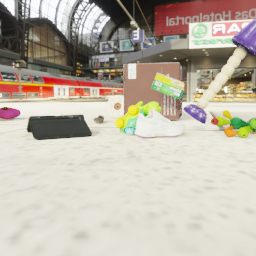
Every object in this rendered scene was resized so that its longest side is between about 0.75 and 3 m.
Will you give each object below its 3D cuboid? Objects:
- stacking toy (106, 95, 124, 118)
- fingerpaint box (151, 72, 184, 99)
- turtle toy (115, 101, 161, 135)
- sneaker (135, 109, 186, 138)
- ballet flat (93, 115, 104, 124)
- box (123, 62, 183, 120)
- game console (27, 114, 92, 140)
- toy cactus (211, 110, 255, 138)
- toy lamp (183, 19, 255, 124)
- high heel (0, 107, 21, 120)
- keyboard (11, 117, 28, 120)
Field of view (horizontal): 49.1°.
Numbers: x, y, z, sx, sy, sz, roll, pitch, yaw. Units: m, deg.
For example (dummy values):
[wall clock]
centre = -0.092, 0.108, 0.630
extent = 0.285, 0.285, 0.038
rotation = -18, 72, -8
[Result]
[stacking toy]
centre = -0.336, -0.905, 13.773
extent = 1.121, 1.121, 1.535
rotation = 2, -9, 14
[fingerpaint box]
centre = 1.387, -1.472, 9.706
extent = 1.048, 0.384, 0.874
rotation = 21, 29, 1
[turtle toy]
centre = 0.269, -0.270, 7.459
extent = 1.309, 0.662, 0.954
rotation = -42, -3, 13
[sneaker]
centre = 0.861, -0.110, 7.045
extent = 1.416, 0.705, 0.530
rotation = -2, 6, -26
[ballet flat]
centre = -1.120, -0.287, 10.845
extent = 0.373, 0.257, 1.108
rotation = 18, 12, -2
[box]
centre = 1.259, -1.628, 12.818
extent = 2.365, 2.389, 2.880
rotation = 1, 7, 13
[game console]
centre = -1.874, 0.119, 7.512
extent = 1.472, 0.857, 1.294
rotation = -3, -23, -26
[toy cactus]
centre = 3.285, -0.170, 7.354
extent = 1.974, 1.010, 1.629
rotation = -7, -7, 24
[toy lamp]
centre = 2.381, -1.338, 6.806
extent = 0.767, 2.635, 0.767
rotation = 30, 15, -9
[high heel]
centre = -5.476, -0.964, 11.484
extent = 0.931, 1.328, 2.763
rotation = 4, 9, 19
[keyboard]
centre = -5.127, -0.393, 12.457
extent = 1.270, 0.068, 0.358
rotation = -6, 14, -42
